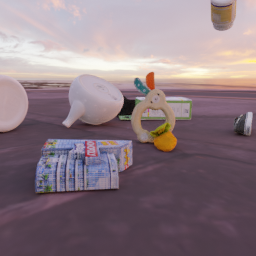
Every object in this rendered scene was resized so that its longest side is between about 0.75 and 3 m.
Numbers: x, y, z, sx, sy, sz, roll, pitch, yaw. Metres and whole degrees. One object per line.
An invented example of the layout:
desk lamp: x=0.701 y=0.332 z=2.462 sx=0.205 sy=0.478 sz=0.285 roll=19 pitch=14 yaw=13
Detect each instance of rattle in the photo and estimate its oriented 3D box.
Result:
rattle: x=0.580 y=-0.437 z=6.405 sx=1.111 sy=1.706 sz=1.219 roll=2 pitch=10 yaw=11

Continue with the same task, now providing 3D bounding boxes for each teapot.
teapot: x=-1.202 y=-0.809 z=9.641 sx=2.011 sy=1.469 sz=1.985 roll=14 pitch=32 yaw=-28

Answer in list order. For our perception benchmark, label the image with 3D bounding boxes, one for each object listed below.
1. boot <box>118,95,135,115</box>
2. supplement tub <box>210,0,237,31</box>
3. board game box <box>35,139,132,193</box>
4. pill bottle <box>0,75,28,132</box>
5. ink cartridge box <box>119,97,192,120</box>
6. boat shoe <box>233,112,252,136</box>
boot: x=-0.691 y=-0.954 z=12.261 sx=1.560 sy=0.874 sz=2.255 roll=1 pitch=-7 yaw=36
supplement tub: x=3.277 y=-4.039 z=9.627 sx=0.837 sy=0.837 sz=1.151 roll=4 pitch=-33 yaw=20
board game box: x=-0.608 y=0.518 z=4.523 sx=1.513 sy=0.467 sz=1.514 roll=-2 pitch=10 yaw=-9
pill bottle: x=-4.635 y=-0.814 z=8.699 sx=2.851 sy=1.652 sz=1.652 roll=6 pitch=12 yaw=33
ink cartridge box: x=1.009 y=-0.797 z=11.141 sx=2.738 sy=0.812 sz=1.422 roll=-1 pitch=10 yaw=-5
boat shoe: x=3.378 y=-0.166 z=8.257 sx=0.497 sy=0.552 sz=1.562 roll=6 pitch=13 yaw=23
